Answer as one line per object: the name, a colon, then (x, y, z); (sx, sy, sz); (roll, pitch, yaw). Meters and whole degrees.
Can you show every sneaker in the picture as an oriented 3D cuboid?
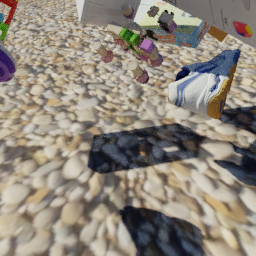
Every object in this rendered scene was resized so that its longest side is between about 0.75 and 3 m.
sneaker: (1.707, -1.185, 6.149); (1.190, 1.017, 2.701); (15, 32, 21)
sneaker: (-2.987, -1.228, 4.714); (2.122, 0.856, 0.885); (20, 31, -33)

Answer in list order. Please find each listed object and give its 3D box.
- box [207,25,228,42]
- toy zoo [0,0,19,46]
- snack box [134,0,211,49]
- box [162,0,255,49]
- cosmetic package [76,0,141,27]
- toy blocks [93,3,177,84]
box: (2.775, -3.639, 7.795); (1.218, 1.958, 0.954); (32, 39, -4)
toy zoo: (-3.650, -3.484, 7.093); (1.651, 2.517, 0.258); (21, -19, -31)
snack box: (0.980, -2.968, 7.438); (2.571, 0.477, 1.493); (23, 71, 36)
box: (0.633, -1.849, 2.995); (0.417, 1.578, 2.024); (-48, 61, 2)
cosmetic package: (-0.257, -3.405, 6.005); (1.328, 2.354, 0.955); (3, 51, -23)
toy blocks: (0.269, -1.825, 6.270); (1.358, 1.223, 1.453); (35, 92, 26)
